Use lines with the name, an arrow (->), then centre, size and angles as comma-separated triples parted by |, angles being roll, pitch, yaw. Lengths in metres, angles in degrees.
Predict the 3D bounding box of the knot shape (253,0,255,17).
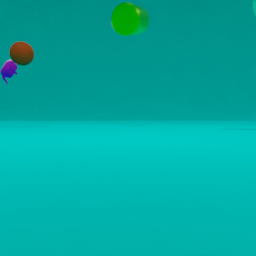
knot shape -> 2.981, -2.865, 5.333 | 1.388, 1.483, 0.685 | -26, -11, 14

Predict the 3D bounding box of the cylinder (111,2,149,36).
cylinder -> 0.093, -3.752, 9.733 | 1.048, 1.048, 1.048 | 1, 17, 24

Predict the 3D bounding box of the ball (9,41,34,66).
ball -> -3.772, -2.645, 9.959 | 0.827, 0.827, 0.827 | 0, 2, 0

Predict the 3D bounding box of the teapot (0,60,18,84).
teapot -> -4.608, -2.228, 10.916 | 0.557, 1.138, 0.707 | 32, -17, -31
